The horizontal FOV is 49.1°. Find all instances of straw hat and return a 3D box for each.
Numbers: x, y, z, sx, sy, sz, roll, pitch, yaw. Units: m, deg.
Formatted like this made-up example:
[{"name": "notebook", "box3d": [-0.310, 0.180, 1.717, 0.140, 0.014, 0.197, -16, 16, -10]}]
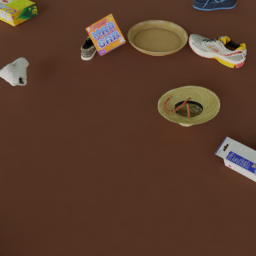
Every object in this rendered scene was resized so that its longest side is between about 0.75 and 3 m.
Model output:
[{"name": "straw hat", "box3d": [1.797, -0.459, 8.360, 1.763, 0.746, 1.763, -6, 46, 6]}]

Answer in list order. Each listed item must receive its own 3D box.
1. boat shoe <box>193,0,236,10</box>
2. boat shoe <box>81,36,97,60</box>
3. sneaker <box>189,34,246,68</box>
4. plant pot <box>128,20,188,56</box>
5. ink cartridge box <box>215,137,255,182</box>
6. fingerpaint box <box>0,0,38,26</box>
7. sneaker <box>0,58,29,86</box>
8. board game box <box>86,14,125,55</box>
[{"name": "boat shoe", "box3d": [4.077, -6.066, 13.189, 2.053, 0.705, 0.864, -10, 50, -9]}, {"name": "boat shoe", "box3d": [-1.436, -3.284, 10.962, 0.553, 0.463, 1.549, 10, 50, 9]}, {"name": "sneaker", "box3d": [3.370, -3.120, 10.515, 2.269, 0.932, 0.883, 28, 55, 23]}, {"name": "plant pot", "box3d": [1.190, -3.622, 11.351, 2.406, 0.331, 2.406, 0, 49, 1]}, {"name": "ink cartridge box", "box3d": [3.199, 0.899, 7.493, 1.607, 0.298, 0.761, 31, 57, 21]}, {"name": "fingerpaint box", "box3d": [-5.161, -5.342, 12.641, 1.616, 0.593, 1.348, 29, 55, 24]}, {"name": "sneaker", "box3d": [-3.592, -1.763, 9.147, 0.615, 0.784, 1.578, -29, 22, 19]}, {"name": "board game box", "box3d": [-0.767, -3.269, 9.938, 1.009, 1.010, 1.010, -28, 14, 6]}]
